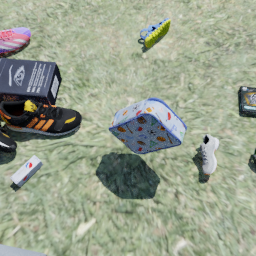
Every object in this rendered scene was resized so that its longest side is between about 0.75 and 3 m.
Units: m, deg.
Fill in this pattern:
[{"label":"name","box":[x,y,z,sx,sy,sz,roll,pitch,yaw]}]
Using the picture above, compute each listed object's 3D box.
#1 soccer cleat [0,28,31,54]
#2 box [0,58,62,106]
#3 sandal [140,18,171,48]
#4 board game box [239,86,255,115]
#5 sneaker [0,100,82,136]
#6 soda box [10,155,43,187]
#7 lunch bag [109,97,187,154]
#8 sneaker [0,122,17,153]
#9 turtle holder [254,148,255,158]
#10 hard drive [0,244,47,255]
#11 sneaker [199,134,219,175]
[{"label":"soccer cleat","box":[-5.303,-3.539,11.325,2.740,1.048,0.914,-25,65,-12]},{"label":"box","box":[-3.692,-1.573,10.266,2.110,1.101,1.562,6,63,3]},{"label":"sandal","box":[1.145,-4.176,11.899,0.747,0.682,1.717,40,68,23]},{"label":"board game box","box":[5.052,-0.966,10.446,1.689,0.238,1.143,7,63,3]},{"label":"sneaker","box":[-3.003,-0.430,9.594,2.764,1.243,0.966,2,63,1]},{"label":"soda box","box":[-3.293,1.405,9.148,0.330,0.353,1.036,37,68,17]},{"label":"lunch bag","box":[0.550,0.047,8.204,1.690,2.109,0.797,40,55,-26]},{"label":"sneaker","box":[-4.802,-0.212,9.629,2.801,0.980,1.260,25,68,15]},{"label":"turtle holder","box":[4.583,0.789,9.267,0.666,0.713,0.938,19,65,10]},{"label":"hard drive","box":[-3.544,4.576,7.114,2.055,0.484,2.945,10,52,4]},{"label":"sneaker","box":[2.559,0.845,9.197,0.640,0.526,1.391,31,58,-27]}]
